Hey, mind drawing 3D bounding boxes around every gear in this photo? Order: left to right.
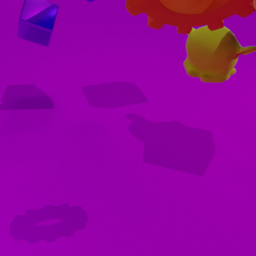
[{"bbox_3d":[0.557,-1.235,2.270,1.259,1.259,0.233,1,75,2],"label":"gear"}]

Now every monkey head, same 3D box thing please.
[{"bbox_3d":[1.878,-1.572,5.899,1.329,1.113,1.847,-10,34,-38],"label":"monkey head"}]

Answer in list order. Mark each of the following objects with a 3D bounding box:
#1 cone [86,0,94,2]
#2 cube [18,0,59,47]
[{"bbox_3d":[-1.503,-3.485,5.868,1.525,1.519,1.519,-13,38,-29],"label":"cone"},{"bbox_3d":[-2.387,-2.826,7.433,0.837,0.837,0.837,14,71,-19],"label":"cube"}]
